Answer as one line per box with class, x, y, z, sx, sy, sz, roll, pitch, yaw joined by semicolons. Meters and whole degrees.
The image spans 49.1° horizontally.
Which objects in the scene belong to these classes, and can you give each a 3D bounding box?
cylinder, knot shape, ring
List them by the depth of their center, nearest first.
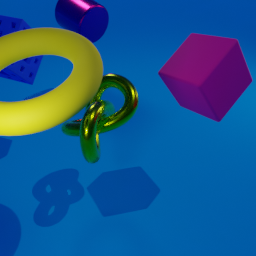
ring;-1.325;-0.717;3.788;1.990;0.398;1.990;-3;50;3
knot shape;-0.534;-0.299;5.670;0.856;1.734;1.854;36;5;-22
cylinder;-1.451;-3.496;8.845;1.231;1.231;1.231;39;50;24

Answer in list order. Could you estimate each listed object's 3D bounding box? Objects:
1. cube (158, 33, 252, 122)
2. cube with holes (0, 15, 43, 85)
cube;1.445;-0.959;5.242;1.067;1.067;1.067;-50;41;-6
cube with holes;-2.732;-1.779;6.384;1.081;1.081;1.081;15;82;15
